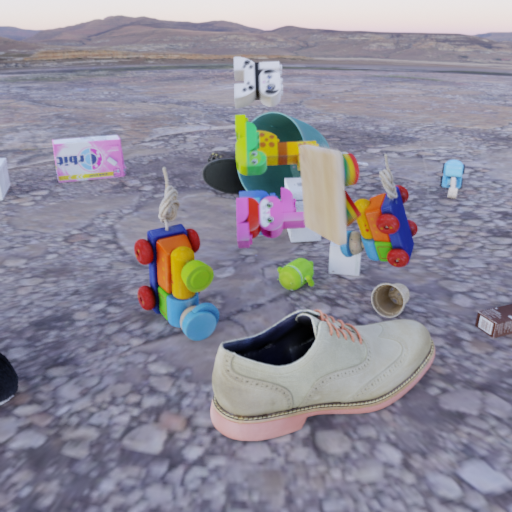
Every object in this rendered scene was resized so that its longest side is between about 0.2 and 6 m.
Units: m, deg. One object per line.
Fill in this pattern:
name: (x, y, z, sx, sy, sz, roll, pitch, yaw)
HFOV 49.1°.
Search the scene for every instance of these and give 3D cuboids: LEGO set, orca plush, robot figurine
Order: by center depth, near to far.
orca plush: (-5.112, 1.386, 6.778, 3.961, 1.408, 2.084, 0, 24, 0)
robot figurine: (0.736, 0.334, 10.255, 0.712, 0.469, 0.811, 17, 29, 32)
LEGO set: (0.482, -1.971, 11.621, 1.747, 1.624, 4.258, -3, 68, 1)

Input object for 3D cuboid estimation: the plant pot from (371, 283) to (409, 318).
plant pot: (2.311, 0.698, 9.441, 0.581, 0.581, 0.532, 16, 18, 32)

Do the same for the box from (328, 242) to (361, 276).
box: (1.723, -0.002, 10.822, 0.604, 0.601, 0.518, 5, 25, 12)

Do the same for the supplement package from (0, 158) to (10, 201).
supplement package: (-7.201, -2.069, 15.100, 0.800, 0.831, 1.461, -5, 24, -14)

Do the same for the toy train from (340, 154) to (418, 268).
toy train: (1.833, -0.776, 9.326, 1.254, 2.167, 0.917, -1, 44, 31)

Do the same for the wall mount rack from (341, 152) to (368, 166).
wall mount rack: (1.747, -2.037, 12.427, 1.157, 0.496, 1.331, -33, 40, -10)

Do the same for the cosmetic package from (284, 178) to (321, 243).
cosmetic package: (1.032, -1.037, 12.408, 0.707, 1.149, 1.146, -2, 24, -3)

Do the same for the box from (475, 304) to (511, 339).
box: (3.980, 1.024, 8.937, 0.828, 0.310, 0.415, -8, 25, -21)

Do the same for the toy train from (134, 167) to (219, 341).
toy train: (-1.149, 0.021, 8.617, 1.038, 2.452, 1.419, -15, 33, -29)

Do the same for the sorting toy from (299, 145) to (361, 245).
sorting toy: (0.935, -0.800, 6.913, 0.377, 1.082, 1.076, -10, 18, -15)

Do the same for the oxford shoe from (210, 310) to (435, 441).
oxford shoe: (1.020, 1.281, 7.209, 3.370, 1.244, 1.193, -14, 28, -28)

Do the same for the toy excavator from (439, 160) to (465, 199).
toy excavator: (5.359, -2.094, 15.301, 0.613, 1.192, 1.226, 8, -2, 16)

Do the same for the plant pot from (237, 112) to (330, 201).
plant pot: (0.905, -2.487, 14.604, 2.242, 2.242, 1.799, 21, 16, 38)

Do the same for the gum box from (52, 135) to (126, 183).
gum box: (-4.877, -2.877, 16.501, 2.002, 1.136, 0.662, -9, 26, -19)

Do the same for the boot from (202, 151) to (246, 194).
boot: (-0.766, -2.551, 16.230, 2.752, 0.953, 2.396, -5, 22, -33)
